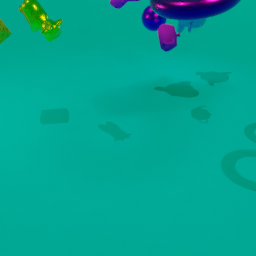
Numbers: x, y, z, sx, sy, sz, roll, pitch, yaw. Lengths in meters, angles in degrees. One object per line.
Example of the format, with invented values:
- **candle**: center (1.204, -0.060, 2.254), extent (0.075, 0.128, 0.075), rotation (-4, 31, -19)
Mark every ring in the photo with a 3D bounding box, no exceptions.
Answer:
- **ring**: center (1.193, -2.369, 4.960), extent (1.632, 0.326, 1.632), rotation (-8, 43, 7)

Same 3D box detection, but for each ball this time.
- **ball**: center (0.867, -3.655, 9.293), extent (0.843, 0.843, 0.843), rotation (0, 34, 0)

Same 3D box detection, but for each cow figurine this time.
- **cow figurine**: center (-2.126, -2.667, 6.818), extent (0.619, 1.128, 1.110), rotation (-41, 28, -18)

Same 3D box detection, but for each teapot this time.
- **teapot**: center (1.203, -2.647, 8.104), extent (0.611, 0.776, 1.247), rotation (-9, 35, 14)

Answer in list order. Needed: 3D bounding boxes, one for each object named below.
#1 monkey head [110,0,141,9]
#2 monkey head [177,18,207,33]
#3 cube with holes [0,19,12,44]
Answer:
- **monkey head**: center (-0.056, -4.621, 9.111), extent (1.840, 1.109, 1.324), rotation (9, -20, -42)
- **monkey head**: center (2.447, -4.138, 10.783), extent (1.079, 1.288, 1.791), rotation (30, 57, 18)
- **cube with holes**: center (-3.919, -2.750, 7.828), extent (0.747, 0.747, 0.747), rotation (-36, 8, 10)
